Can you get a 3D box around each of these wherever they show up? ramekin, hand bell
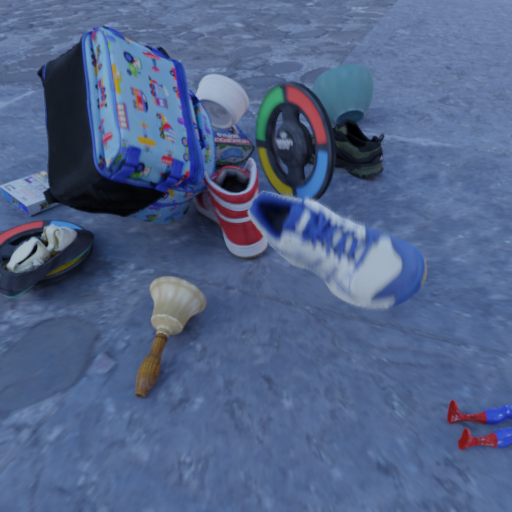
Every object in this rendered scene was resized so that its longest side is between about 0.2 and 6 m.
[{"bbox_3d":[-0.897,-3.685,13.590,1.294,1.294,0.679,16,65,21],"label":"ramekin"},{"bbox_3d":[-1.513,1.355,8.784,0.984,0.984,1.889,8,50,11],"label":"hand bell"}]

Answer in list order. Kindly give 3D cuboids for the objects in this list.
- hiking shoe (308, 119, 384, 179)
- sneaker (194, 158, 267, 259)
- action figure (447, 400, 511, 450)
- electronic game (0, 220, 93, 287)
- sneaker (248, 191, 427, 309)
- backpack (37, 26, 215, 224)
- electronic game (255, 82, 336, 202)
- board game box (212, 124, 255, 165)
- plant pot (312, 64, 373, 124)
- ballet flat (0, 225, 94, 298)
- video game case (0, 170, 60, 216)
[{"bbox_3d":[2.058,-2.883,13.975,2.570,1.294,0.973,23,42,28],"label":"hiking shoe"},{"bbox_3d":[-0.664,-1.442,11.577,1.092,1.725,3.067,-21,39,-14],"label":"sneaker"},{"bbox_3d":[3.903,2.004,7.471,2.348,1.162,0.766,0,36,-5],"label":"action figure"},{"bbox_3d":[-4.250,-0.091,10.873,2.103,0.438,2.103,0,37,0],"label":"electronic game"},{"bbox_3d":[1.026,-0.154,8.426,3.070,1.353,1.156,22,80,46],"label":"sneaker"},{"bbox_3d":[-2.078,-2.265,10.778,2.350,3.189,3.493,-20,-19,36],"label":"backpack"},{"bbox_3d":[0.752,-2.273,11.490,0.519,2.493,2.493,-17,39,-30],"label":"electronic game"},{"bbox_3d":[-1.498,-2.819,13.888,2.630,0.811,2.628,-2,44,-35],"label":"board game box"},{"bbox_3d":[2.573,-4.439,16.053,1.762,1.762,1.187,-6,71,-8],"label":"plant pot"},{"bbox_3d":[-3.779,-0.089,10.140,0.787,0.787,2.153,20,41,25],"label":"ballet flat"},{"bbox_3d":[-4.997,-1.466,12.876,1.320,0.300,1.196,30,46,34],"label":"video game case"}]
